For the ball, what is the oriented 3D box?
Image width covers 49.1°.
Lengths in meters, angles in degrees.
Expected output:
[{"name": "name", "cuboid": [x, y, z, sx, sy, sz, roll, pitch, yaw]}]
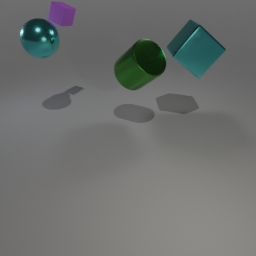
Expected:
[{"name": "ball", "cuboid": [-3.211, -3.264, 10.242, 1.400, 1.400, 1.400, 0, 30, 0]}]

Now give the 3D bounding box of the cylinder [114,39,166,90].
[{"name": "cylinder", "cuboid": [0.417, -2.237, 10.067, 1.400, 1.400, 1.400, -23, -1, -34]}]

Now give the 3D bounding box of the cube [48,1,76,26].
[{"name": "cube", "cuboid": [-2.575, -4.455, 10.939, 0.700, 0.700, 0.700, 30, 30, 15]}]

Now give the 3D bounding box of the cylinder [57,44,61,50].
[{"name": "cylinder", "cuboid": [-3.210, -3.342, 11.312, 0.700, 0.700, 0.700, -40, 35, 4]}]

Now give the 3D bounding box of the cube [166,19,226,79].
[{"name": "cube", "cuboid": [2.513, -3.000, 10.593, 1.400, 1.400, 1.400, 34, 22, -20]}]
